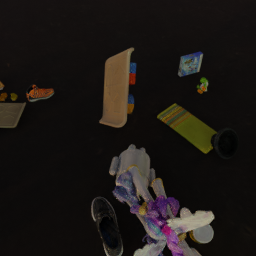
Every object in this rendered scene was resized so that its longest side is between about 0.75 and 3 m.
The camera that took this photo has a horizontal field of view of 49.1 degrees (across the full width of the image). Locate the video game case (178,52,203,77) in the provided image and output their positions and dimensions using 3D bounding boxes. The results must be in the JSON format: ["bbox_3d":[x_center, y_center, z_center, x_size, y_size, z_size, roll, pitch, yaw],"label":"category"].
[{"bbox_3d":[2.769,-2.822,12.427,1.029,0.933,0.234,-19,48,-18],"label":"video game case"}]

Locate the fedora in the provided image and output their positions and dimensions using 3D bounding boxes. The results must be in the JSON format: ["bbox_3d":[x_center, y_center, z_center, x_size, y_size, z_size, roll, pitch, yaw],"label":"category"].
[{"bbox_3d":[3.130,0.479,9.268,1.124,1.124,0.513,-26,19,-24],"label":"fedora"}]

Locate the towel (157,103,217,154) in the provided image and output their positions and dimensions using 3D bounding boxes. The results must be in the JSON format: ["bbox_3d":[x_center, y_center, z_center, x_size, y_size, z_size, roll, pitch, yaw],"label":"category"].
[{"bbox_3d":[2.215,-0.019,10.190,1.018,0.214,2.365,-34,55,-23],"label":"towel"}]

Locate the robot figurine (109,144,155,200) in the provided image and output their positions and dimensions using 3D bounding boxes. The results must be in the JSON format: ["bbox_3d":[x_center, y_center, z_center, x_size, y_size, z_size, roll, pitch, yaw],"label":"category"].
[{"bbox_3d":[0.153,1.303,8.300,1.438,0.957,1.696,16,45,-10],"label":"robot figurine"}]

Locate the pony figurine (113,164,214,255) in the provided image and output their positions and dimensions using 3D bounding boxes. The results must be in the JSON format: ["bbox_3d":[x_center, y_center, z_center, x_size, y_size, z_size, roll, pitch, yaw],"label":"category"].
[{"bbox_3d":[0.775,2.250,6.374,2.431,2.818,2.920,-42,52,8],"label":"pony figurine"}]

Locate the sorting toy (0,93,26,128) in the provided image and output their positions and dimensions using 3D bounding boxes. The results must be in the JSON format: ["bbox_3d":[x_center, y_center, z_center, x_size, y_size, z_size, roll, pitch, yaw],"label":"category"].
[{"bbox_3d":[-4.686,-0.675,10.810,1.435,0.258,1.927,-2,45,4],"label":"sorting toy"}]

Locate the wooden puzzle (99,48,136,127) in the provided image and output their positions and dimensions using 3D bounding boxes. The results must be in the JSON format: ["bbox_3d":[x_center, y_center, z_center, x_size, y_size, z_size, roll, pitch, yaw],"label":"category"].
[{"bbox_3d":[-0.306,-1.296,9.481,0.572,2.469,2.287,7,3,-22],"label":"wooden puzzle"}]

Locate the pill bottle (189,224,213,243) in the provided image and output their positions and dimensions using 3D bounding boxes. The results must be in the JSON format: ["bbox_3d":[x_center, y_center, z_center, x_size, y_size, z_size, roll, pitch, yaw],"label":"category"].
[{"bbox_3d":[1.795,2.612,6.964,0.482,0.844,0.482,-1,67,3],"label":"pill bottle"}]

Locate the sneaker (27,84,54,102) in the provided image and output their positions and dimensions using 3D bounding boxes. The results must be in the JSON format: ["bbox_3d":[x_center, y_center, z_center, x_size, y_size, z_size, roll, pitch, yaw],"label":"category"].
[{"bbox_3d":[-3.549,-1.491,11.325,1.103,0.618,0.428,-24,50,-22],"label":"sneaker"}]

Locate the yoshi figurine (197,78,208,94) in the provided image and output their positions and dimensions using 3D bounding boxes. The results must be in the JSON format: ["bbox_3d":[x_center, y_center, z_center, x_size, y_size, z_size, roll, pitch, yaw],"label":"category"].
[{"bbox_3d":[3.153,-1.845,11.826,0.453,0.452,0.807,12,43,21],"label":"yoshi figurine"}]

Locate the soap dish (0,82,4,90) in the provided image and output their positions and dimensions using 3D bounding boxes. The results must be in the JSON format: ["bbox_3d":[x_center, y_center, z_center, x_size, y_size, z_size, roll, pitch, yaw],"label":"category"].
[{"bbox_3d":[-5.914,-1.792,11.747,1.102,0.448,0.867,-34,54,-28],"label":"soap dish"}]

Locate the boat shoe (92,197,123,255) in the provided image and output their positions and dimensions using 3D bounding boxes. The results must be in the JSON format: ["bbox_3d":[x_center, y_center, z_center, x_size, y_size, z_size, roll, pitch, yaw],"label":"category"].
[{"bbox_3d":[-0.578,2.499,7.373,0.621,0.589,1.777,-11,46,-11],"label":"boat shoe"}]
